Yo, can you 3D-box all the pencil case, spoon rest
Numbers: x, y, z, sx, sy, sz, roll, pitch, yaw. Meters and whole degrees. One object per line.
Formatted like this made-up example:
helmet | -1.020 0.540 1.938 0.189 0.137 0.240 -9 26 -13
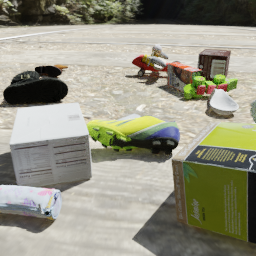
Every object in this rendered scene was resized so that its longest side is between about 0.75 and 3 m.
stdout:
pencil case | -1.741 1.287 4.843 1.170 0.486 0.531 4 30 10
spoon rest | 3.197 -0.944 9.684 0.918 0.560 1.849 1 24 2

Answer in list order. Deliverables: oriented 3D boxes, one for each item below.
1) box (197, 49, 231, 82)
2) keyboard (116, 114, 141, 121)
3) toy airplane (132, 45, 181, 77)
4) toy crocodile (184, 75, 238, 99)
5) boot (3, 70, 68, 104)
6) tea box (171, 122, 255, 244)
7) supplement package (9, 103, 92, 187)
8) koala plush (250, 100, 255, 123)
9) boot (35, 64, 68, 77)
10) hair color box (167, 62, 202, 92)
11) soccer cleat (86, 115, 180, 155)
box | 4.050 -2.959 13.232 1.264 1.278 1.540 10 26 22
keyboard | -0.290 -0.102 8.414 1.929 0.103 0.543 -22 27 -40
toy airplane | 1.524 -3.283 13.678 2.137 1.515 2.146 -14 28 -30
toy crocodile | 3.198 -1.559 10.820 2.238 0.755 0.691 -6 33 -8
boot | -3.463 -1.643 10.786 2.392 0.900 1.788 -3 24 -6
tea box | 1.980 0.780 4.741 1.839 1.249 1.870 6 24 35
supplement package | -1.697 0.291 6.303 1.500 1.068 1.926 -7 26 -14
koala plush | 3.094 0.127 6.056 1.345 1.517 1.394 10 24 12
boot | -3.657 -2.987 14.471 1.588 0.577 1.686 3 16 26
hair color box | 2.312 -2.123 11.783 0.555 0.962 1.735 -12 26 -23
soccer cleat | 0.134 0.058 6.958 2.309 0.747 0.966 8 52 2
